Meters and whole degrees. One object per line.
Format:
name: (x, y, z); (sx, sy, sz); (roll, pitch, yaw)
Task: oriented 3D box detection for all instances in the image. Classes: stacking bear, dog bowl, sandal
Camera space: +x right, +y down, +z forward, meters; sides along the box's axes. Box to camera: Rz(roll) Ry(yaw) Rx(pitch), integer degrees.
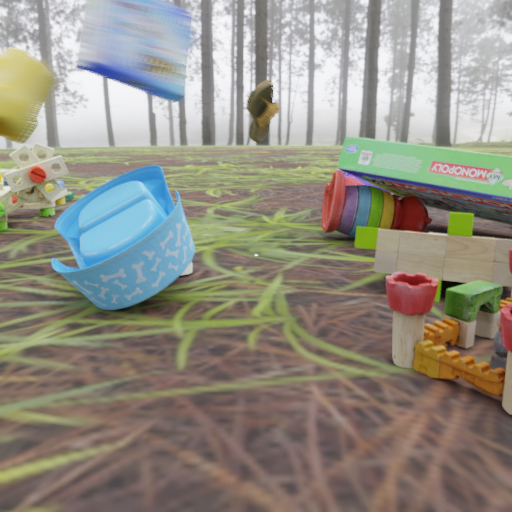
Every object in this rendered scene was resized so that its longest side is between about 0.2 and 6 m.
stacking bear: (2.203, -0.791, 10.175); (1.858, 1.056, 1.128); (8, -13, -3)
dog bowl: (-1.670, -0.293, 7.190); (1.643, 0.731, 2.947); (-30, 28, -5)
sandal: (0.200, -2.993, 11.850); (0.497, 1.841, 0.739); (38, 70, 17)

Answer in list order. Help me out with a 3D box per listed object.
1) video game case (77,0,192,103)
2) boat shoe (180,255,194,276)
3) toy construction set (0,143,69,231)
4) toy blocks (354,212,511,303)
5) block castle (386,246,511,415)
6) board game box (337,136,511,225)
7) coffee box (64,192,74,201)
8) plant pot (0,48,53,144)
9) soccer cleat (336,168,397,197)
video game case: (-1.625, -2.979, 7.699); (1.454, 1.318, 0.330); (12, -13, -34)
boat shoe: (-1.524, -0.282, 8.665); (0.838, 0.700, 2.344); (-6, 15, -22)
toy construction set: (-4.950, -1.330, 11.583); (2.269, 1.594, 3.460); (-6, 4, -23)
toy blocks: (2.488, 0.002, 7.305); (2.161, 1.080, 1.477); (6, 4, 20)
block castle: (2.444, 0.415, 4.980); (2.338, 1.097, 1.562); (-9, 17, -34)
board game box: (3.975, -1.054, 9.340); (2.993, 0.647, 4.448); (12, 6, -44)
coffee box: (-5.259, -1.618, 15.273); (0.502, 0.180, 0.817); (-4, 14, -14)
plant pot: (-3.328, -2.230, 7.625); (1.044, 0.982, 1.044); (27, -17, 9)
soccer cleat: (3.430, -2.192, 15.730); (2.925, 1.071, 0.998); (-8, 16, -29)
